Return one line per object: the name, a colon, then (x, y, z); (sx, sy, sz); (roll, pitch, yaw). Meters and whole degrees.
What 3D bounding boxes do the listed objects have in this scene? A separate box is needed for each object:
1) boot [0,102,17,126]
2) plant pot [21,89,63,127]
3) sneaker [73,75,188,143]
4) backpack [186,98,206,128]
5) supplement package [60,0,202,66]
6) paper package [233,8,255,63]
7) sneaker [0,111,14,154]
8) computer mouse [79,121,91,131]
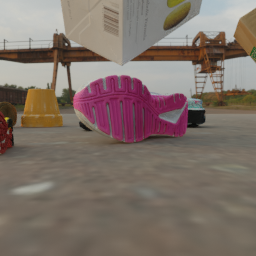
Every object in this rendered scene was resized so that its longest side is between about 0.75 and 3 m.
boot: (-4.474, -0.346, 8.303); (1.639, 0.781, 2.118); (-4, 0, 12)
plant pot: (-2.892, -0.675, 9.435); (1.352, 1.237, 1.352); (0, 3, 0)
sneaker: (0.003, -0.271, 5.294); (1.193, 1.101, 2.705); (2, -5, 42)
backpack: (1.985, -0.484, 9.283); (1.160, 0.984, 1.307); (2, -2, 15)
supplement package: (0.243, -2.858, 5.712); (1.605, 1.667, 2.931); (32, 55, 24)
paper package: (4.066, -2.481, 7.408); (1.750, 1.836, 0.950); (-33, -18, 5)
sneaker: (-1.825, 0.097, 3.558); (0.558, 0.529, 1.359); (-5, -5, -15)
computer mouse: (-1.065, -0.050, 7.914); (0.487, 0.283, 1.663); (-10, -2, -2)
